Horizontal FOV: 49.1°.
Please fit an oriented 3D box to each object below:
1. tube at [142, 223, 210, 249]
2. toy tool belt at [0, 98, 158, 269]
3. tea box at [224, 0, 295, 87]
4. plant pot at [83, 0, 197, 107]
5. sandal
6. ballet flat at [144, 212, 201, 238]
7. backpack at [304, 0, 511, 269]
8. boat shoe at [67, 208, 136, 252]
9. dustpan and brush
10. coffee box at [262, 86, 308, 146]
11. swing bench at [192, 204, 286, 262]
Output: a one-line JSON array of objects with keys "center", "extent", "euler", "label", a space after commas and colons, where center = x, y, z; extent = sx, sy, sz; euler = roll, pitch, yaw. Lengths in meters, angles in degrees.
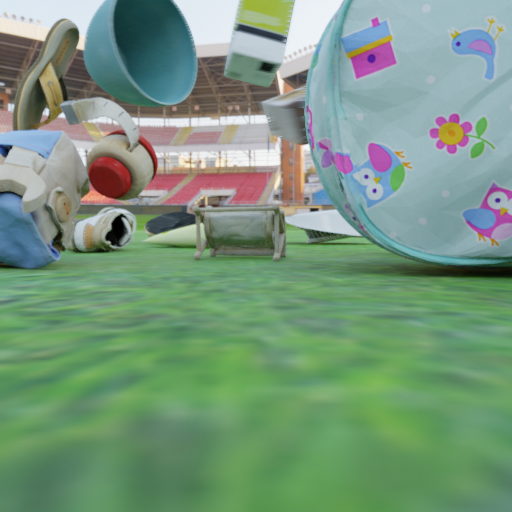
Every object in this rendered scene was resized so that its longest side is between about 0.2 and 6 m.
[{"center": [-1.106, -0.382, 10.634], "extent": [2.188, 0.568, 0.635], "euler": [-4, -38, 34], "label": "tube"}, {"center": [-2.435, -0.464, 5.413], "extent": [2.708, 1.691, 1.664], "euler": [-2, 36, 18], "label": "toy tool belt"}, {"center": [0.045, -4.084, 10.312], "extent": [0.957, 1.409, 1.432], "euler": [12, -2, -9], "label": "tea box"}, {"center": [-2.173, -3.474, 9.663], "extent": [1.341, 1.992, 1.992], "euler": [-4, 0, 34], "label": "plant pot"}, {"center": [-3.734, -3.071, 10.272], "extent": [0.716, 2.650, 1.064], "euler": [22, -9, -3], "label": "sandal"}, {"center": [-1.254, -0.506, 12.853], "extent": [2.663, 0.885, 0.756], "euler": [0, -38, -26], "label": "ballet flat"}, {"center": [2.759, -1.535, 4.948], "extent": [4.593, 3.832, 2.907], "euler": [-5, 6, 16], "label": "backpack"}, {"center": [-2.391, -0.391, 9.339], "extent": [0.679, 0.742, 1.985], "euler": [3, 14, 12], "label": "boat shoe"}, {"center": [2.283, -0.593, 12.918], "extent": [3.253, 0.931, 2.270], "euler": [-6, -1, 11], "label": "dustpan and brush"}, {"center": [0.783, -2.272, 8.924], "extent": [0.888, 0.627, 1.571], "euler": [-23, 22, -9], "label": "coffee box"}, {"center": [-0.177, -0.292, 7.160], "extent": [1.055, 0.688, 1.061], "euler": [0, 3, 7], "label": "swing bench"}]
